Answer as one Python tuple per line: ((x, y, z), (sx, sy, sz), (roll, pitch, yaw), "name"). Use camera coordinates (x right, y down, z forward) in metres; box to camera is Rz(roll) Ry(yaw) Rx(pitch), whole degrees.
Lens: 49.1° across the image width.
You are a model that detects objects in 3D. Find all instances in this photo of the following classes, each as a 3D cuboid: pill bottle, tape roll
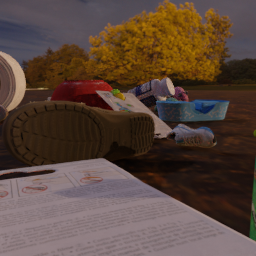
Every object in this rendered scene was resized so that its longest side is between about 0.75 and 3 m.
((0.978, -1.437, 11.872), (1.863, 1.035, 1.035), (-19, -1, 29), "pill bottle")
((-5.848, -1.902, 11.806), (2.786, 2.786, 0.974), (0, 10, 2), "tape roll")

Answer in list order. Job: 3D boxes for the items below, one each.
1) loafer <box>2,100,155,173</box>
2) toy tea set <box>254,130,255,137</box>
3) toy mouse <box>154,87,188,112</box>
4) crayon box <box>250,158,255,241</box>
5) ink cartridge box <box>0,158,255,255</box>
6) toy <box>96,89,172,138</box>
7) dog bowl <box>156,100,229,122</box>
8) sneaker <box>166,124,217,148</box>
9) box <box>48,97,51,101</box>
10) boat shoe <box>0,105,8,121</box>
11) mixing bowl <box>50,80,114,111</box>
((-0.763, 0.127, 4.924), (1.009, 1.137, 2.991), (6, 0, 44), "loafer")
((3.537, 0.152, 4.558), (2.865, 1.060, 1.704), (-6, 11, -31), "toy tea set")
((2.096, -1.406, 13.393), (2.971, 0.575, 2.640), (-31, 36, -35), "toy mouse")
((1.256, 0.618, 2.280), (0.529, 0.890, 0.259), (-7, 12, -38), "crayon box")
((-0.725, 0.865, 1.922), (2.279, 0.800, 2.805), (-4, 2, -24), "ink cartridge box")
((0.122, -0.264, 7.578), (1.340, 0.549, 2.328), (0, 36, -37), "toy")
((2.455, -0.687, 10.737), (2.874, 0.712, 1.602), (-2, 10, -16), "dog bowl")
((1.325, 0.242, 6.035), (0.536, 0.464, 1.237), (-24, 17, -30), "sneaker")
((-1.767, -0.785, 10.876), (2.487, 0.850, 1.022), (-5, 11, -30), "box")
((-5.122, -0.614, 10.296), (1.936, 0.712, 0.633), (4, 14, 18), "boat shoe")
((-1.382, -0.800, 9.000), (2.664, 1.443, 2.664), (0, 8, 0), "mixing bowl")
